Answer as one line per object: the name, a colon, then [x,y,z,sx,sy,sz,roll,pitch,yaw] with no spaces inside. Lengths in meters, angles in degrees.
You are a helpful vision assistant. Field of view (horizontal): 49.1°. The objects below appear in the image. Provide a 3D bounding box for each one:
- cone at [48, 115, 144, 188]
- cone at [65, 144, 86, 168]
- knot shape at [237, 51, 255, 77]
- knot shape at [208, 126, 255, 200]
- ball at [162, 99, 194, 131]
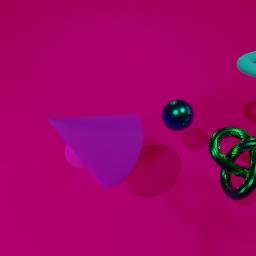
cone: [-0.852,0.162,5.659,1.677,1.671,1.671,27,51,-30]
cone: [-1.143,0.257,6.667,1.035,1.039,1.035,-3,56,5]
knot shape: [3.325,-1.454,6.244,1.696,0.838,1.813,14,80,39]
knot shape: [2.383,0.602,5.955,1.579,0.729,1.477,-45,63,23]
ball: [1.212,-0.313,6.804,0.785,0.785,0.785,0,57,0]
